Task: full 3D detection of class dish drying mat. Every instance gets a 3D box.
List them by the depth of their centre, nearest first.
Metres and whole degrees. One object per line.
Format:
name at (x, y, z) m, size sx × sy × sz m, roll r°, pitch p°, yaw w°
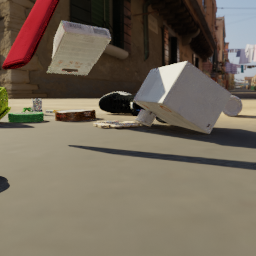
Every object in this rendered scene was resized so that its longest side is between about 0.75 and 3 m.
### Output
dish drying mat at (-2.284, -2.637, 7.019) m, size 1.030 × 2.683 × 0.244 m, roll 0°, pitch -26°, yaw 37°

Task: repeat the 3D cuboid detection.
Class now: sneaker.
sneaker at (-0.040, -1.042, 11.808) m, size 2.676 × 0.978 × 1.497 m, roll 2°, pitch 6°, yaw 6°
sneaker at (-4.083, -0.981, 12.512) m, size 0.451 × 0.690 × 1.201 m, roll -4°, pitch 8°, yaw -29°

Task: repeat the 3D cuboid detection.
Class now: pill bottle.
pill bottle at (4.215, -0.928, 11.586) m, size 0.825 × 0.825 × 1.443 m, roll 2°, pitch 7°, yaw 14°

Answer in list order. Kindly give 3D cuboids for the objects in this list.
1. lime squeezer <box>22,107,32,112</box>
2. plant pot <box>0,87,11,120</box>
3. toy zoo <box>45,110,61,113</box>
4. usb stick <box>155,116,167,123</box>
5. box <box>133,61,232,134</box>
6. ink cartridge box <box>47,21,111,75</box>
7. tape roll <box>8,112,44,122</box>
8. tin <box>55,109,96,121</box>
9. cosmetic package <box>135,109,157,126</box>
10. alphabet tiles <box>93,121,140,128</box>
lime squeezer at (-4.808, -0.893, 13.666) m, size 0.467 × 0.249 × 1.321 m, roll 3°, pitch 7°, yaw 26°
plant pot at (-4.341, -0.698, 8.856) m, size 0.928 × 0.847 × 0.933 m, roll 1°, pitch 35°, yaw 17°
toy zoo at (-3.600, -0.804, 13.476) m, size 0.653 × 0.102 × 0.996 m, roll -1°, pitch 7°, yaw -9°
usb stick at (1.788, -0.389, 9.233) m, size 2.038 × 0.332 × 0.565 m, roll -6°, pitch 10°, yaw -37°
box at (1.236, -0.767, 7.109) m, size 1.382 × 1.083 × 2.221 m, roll 31°, pitch -2°, yaw -17°
ink cartridge box at (-1.777, -2.657, 9.675) m, size 1.675 × 0.521 × 2.081 m, roll -3°, pitch -24°, yaw -35°
tape roll at (-3.398, -0.370, 9.354) m, size 1.125 × 0.270 × 1.125 m, roll 0°, pitch 6°, yaw 0°
tin at (-1.856, -0.476, 10.003) m, size 1.000 × 0.374 × 1.787 m, roll -1°, pitch 6°, yaw 25°
cosmetic package at (0.508, -0.297, 8.054) m, size 0.282 × 0.387 × 0.760 m, roll 32°, pitch -1°, yaw -18°
alphabet tiles at (-0.310, -0.098, 7.891) m, size 1.248 × 0.091 × 1.221 m, roll -4°, pitch 9°, yaw -31°
